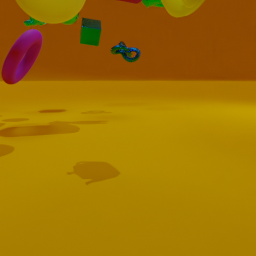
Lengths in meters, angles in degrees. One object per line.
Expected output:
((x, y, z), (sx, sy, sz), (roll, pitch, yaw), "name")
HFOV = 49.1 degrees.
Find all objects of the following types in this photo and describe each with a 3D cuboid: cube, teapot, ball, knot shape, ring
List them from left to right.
((-2.795, -1.872, 7.445), (0.325, 1.623, 1.623), (31, 6, -9), "ring")
((-1.385, -2.566, 4.958), (1.344, 1.344, 1.344), (0, 10, 0), "ball")
((-1.905, -3.630, 8.761), (0.757, 0.757, 0.757), (0, 10, 0), "ball")
((-1.485, -3.798, 11.087), (0.754, 0.754, 0.754), (5, 46, -13), "cube")
((-0.099, -2.962, 10.766), (1.132, 0.523, 1.060), (17, 26, -11), "knot shape")
((0.770, -2.025, 3.976), (0.645, 0.819, 1.318), (27, 40, -26), "teapot")

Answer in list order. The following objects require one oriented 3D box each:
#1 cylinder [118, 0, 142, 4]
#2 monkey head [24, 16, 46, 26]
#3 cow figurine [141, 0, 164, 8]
((-0.277, -4.002, 7.073), (1.397, 1.397, 1.397), (1, 9, -20), "cylinder")
((-3.164, -3.821, 9.468), (0.807, 0.676, 1.122), (-14, 2, -1), "monkey head")
((0.485, -4.297, 8.225), (1.428, 1.451, 0.796), (4, 8, -3), "cow figurine")
